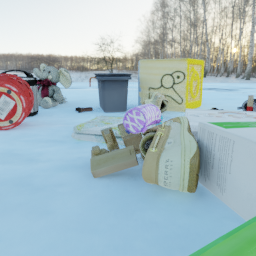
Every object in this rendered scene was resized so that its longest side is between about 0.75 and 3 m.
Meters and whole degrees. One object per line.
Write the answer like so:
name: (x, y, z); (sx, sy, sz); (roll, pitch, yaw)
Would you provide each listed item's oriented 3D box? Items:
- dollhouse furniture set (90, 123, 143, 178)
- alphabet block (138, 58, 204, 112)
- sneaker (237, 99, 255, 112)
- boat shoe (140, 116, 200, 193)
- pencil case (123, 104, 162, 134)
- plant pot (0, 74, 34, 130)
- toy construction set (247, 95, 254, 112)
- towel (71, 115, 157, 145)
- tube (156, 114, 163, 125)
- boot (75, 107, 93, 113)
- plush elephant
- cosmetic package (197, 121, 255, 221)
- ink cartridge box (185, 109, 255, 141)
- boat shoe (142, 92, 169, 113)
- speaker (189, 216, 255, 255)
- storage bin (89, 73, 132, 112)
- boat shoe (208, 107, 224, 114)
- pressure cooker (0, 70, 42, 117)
dollhouse furniture set: (-0.125, 0.626, 5.572); (1.055, 0.904, 1.110); (-17, 38, 2)
alphabet block: (2.205, -2.238, 14.238); (2.575, 2.515, 2.528); (8, 16, 31)
sneaker: (5.604, -0.778, 11.235); (1.311, 0.870, 2.304); (-10, 9, -37)
boat shoe: (0.682, 0.317, 5.269); (0.920, 1.025, 2.771); (4, 10, 3)
pencil case: (0.303, -0.192, 5.274); (0.482, 0.473, 1.128); (32, 21, 12)
plant pot: (-4.141, -0.881, 9.374); (1.786, 1.786, 1.627); (-3, 15, -12)
toy construction set: (4.996, -0.816, 8.834); (2.395, 1.840, 1.997); (8, 14, 35)
towel: (-0.350, 0.054, 8.033); (2.039, 0.491, 1.746); (4, 15, 20)
tube: (1.013, -0.229, 9.902); (0.516, 0.336, 1.333); (-11, 13, 13)
boot: (-1.962, -0.860, 13.106); (0.830, 0.267, 0.773); (-1, 12, -28)
plush elephant: (-4.413, -2.368, 15.300); (2.432, 2.286, 2.953); (7, 13, 30)
cosmetic package: (2.056, 0.621, 3.649); (1.379, 1.087, 2.563); (-1, 10, -14)
ink cartridge box: (2.956, 0.006, 7.752); (2.860, 0.639, 2.519); (3, 13, 13)
boat shoe: (1.317, -0.957, 12.038); (0.836, 0.928, 2.572); (11, 19, 18)
speaker: (0.849, 1.139, 2.012); (1.702, 0.753, 0.753); (-8, 14, -36)
storage bin: (-0.891, -1.769, 13.627); (1.945, 1.795, 2.673); (-2, 11, -11)
boat shoe: (3.741, -0.705, 12.003); (0.425, 0.352, 1.182); (-2, 12, -11)
pressure cooker: (-4.711, -1.478, 11.841); (1.727, 1.933, 1.700); (5, 12, 20)
